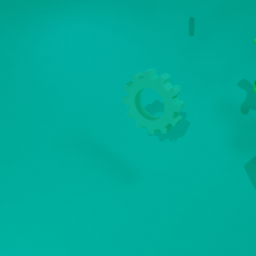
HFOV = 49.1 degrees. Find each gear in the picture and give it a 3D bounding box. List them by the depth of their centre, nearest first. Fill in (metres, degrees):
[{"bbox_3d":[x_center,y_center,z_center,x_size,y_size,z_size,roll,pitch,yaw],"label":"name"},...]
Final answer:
[{"bbox_3d":[0.592,-0.624,6.898,1.599,1.599,0.296,34,40,19],"label":"gear"}]

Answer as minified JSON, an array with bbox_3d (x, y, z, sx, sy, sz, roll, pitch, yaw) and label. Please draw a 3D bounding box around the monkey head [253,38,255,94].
[{"bbox_3d":[3.591,-1.676,6.686,1.765,1.064,1.270,-41,61,2],"label":"monkey head"}]
